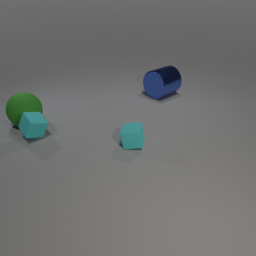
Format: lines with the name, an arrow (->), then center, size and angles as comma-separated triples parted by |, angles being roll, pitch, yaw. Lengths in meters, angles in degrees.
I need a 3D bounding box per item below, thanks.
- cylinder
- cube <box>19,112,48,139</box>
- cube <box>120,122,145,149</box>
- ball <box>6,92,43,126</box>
cylinder -> 1.708, -2.294, 13.969 | 1.400, 1.400, 1.400 | -24, 38, -36
cube -> -3.498, -0.113, 10.338 | 0.700, 0.700, 0.700 | -4, 41, -48
cube -> 0.168, 0.275, 10.044 | 0.700, 0.700, 0.700 | -5, 27, 14
ball -> -4.144, -0.736, 11.217 | 1.400, 1.400, 1.400 | 0, 30, 0
